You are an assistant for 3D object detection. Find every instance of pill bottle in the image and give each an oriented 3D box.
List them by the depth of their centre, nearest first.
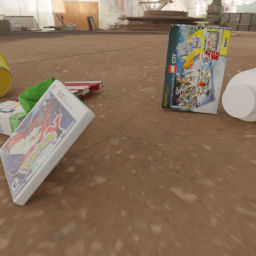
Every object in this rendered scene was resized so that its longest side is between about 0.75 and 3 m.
[{"bbox_3d":[4.146,-1.119,8.854,2.818,1.561,1.561,-20,30,-38],"label":"pill bottle"}]

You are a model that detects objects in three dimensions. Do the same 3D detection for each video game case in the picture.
[{"bbox_3d":[-1.736,0.143,5.594,0.240,2.089,1.903,37,2,-40],"label":"video game case"}]

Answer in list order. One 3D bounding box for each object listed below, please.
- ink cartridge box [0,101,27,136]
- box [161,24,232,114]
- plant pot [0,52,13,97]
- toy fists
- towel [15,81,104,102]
[{"bbox_3d":[-3.266,-0.278,8.071,1.457,0.637,1.059,9,25,25],"label":"ink cartridge box"},{"bbox_3d":[2.137,-1.887,9.082,1.844,2.701,0.509,7,22,9],"label":"box"},{"bbox_3d":[-5.494,-2.137,10.918,2.000,2.000,1.882,-20,41,-39],"label":"plant pot"},{"bbox_3d":[-1.936,-0.509,7.340,1.105,0.745,2.167,-24,-17,9],"label":"toy fists"},{"bbox_3d":[-2.530,-1.385,10.858,2.083,0.329,2.892,5,23,29],"label":"towel"}]
